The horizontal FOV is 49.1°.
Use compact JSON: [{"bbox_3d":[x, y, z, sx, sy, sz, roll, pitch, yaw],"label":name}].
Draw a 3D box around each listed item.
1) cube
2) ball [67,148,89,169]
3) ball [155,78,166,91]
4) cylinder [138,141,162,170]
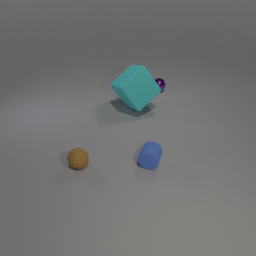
[{"bbox_3d":[0.320,-1.795,12.399,1.400,1.400,1.400,-43,25,-7],"label":"cube"},{"bbox_3d":[-1.653,1.007,9.265,0.700,0.700,0.700,0,31,0],"label":"ball"},{"bbox_3d":[1.617,-2.247,14.602,0.700,0.700,0.700,0,31,0],"label":"ball"},{"bbox_3d":[0.745,0.918,9.406,0.700,0.700,0.700,10,32,15],"label":"cylinder"}]
